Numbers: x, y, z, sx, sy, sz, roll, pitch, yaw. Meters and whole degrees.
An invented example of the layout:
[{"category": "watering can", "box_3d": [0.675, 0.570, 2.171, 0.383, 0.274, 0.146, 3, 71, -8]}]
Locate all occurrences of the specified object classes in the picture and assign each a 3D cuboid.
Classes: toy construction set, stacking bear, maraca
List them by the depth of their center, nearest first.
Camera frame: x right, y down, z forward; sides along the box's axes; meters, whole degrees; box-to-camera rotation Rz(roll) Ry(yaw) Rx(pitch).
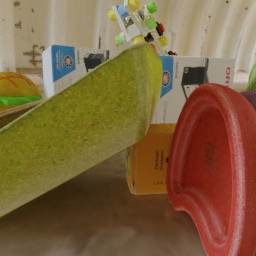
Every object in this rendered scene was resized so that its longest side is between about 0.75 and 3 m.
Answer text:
[{"category": "stacking bear", "box_3d": [1.774, 0.329, 2.665, 2.409, 1.370, 1.463, 3, 10, -11]}, {"category": "toy construction set", "box_3d": [0.488, -1.751, 6.581, 1.183, 2.568, 1.684, -7, 26, 19]}, {"category": "maraca", "box_3d": [-3.548, -0.911, 8.284, 1.883, 1.469, 2.746, -2, 13, -11]}]

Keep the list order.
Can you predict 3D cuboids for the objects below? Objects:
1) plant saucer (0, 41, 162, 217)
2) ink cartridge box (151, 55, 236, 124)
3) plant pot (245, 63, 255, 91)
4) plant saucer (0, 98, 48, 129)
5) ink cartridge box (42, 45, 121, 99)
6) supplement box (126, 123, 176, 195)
[{"category": "plant saucer", "box_3d": [-0.638, 0.091, 3.205, 2.569, 0.615, 2.566, -30, 5, 13]}, {"category": "ink cartridge box", "box_3d": [1.071, -0.624, 5.950, 2.432, 1.764, 1.018, -8, 16, -34]}, {"category": "plant pot", "box_3d": [4.339, -1.044, 8.122, 2.269, 2.269, 2.155, 9, 26, 38]}, {"category": "plant saucer", "box_3d": [-2.244, 0.122, 4.211, 2.708, 0.479, 2.708, -16, 11, 3]}, {"category": "ink cartridge box", "box_3d": [-1.066, -1.313, 8.443, 2.702, 1.954, 1.138, -4, 2, -30]}, {"category": "supplement box", "box_3d": [1.168, 0.332, 3.675, 2.392, 0.796, 0.823, -1, 11, -9]}]
